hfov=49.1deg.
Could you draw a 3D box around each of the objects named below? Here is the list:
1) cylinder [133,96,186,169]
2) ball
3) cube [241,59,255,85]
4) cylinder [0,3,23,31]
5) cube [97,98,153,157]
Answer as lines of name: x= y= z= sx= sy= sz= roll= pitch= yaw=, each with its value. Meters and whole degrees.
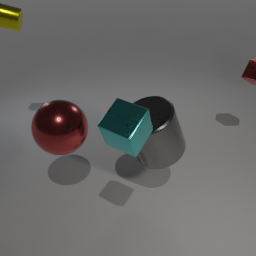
cylinder: x=0.680 y=0.126 z=7.330 sx=1.400 sy=1.400 sz=1.400 roll=-15 pitch=43 yaw=14
ball: x=-1.709 y=-0.013 z=7.078 sx=1.400 sy=1.400 sz=1.400 roll=0 pitch=31 yaw=0
cube: x=4.518 y=-1.876 z=9.658 sx=0.700 sy=0.700 sz=0.700 roll=19 pitch=9 yaw=-33
cylinder: x=-3.812 y=-3.555 z=9.006 sx=0.700 sy=0.700 sz=0.700 roll=10 pitch=29 yaw=-15
cube: x=-0.029 y=-0.006 z=5.255 sx=0.700 sy=0.700 sz=0.700 roll=22 pitch=64 yaw=24
